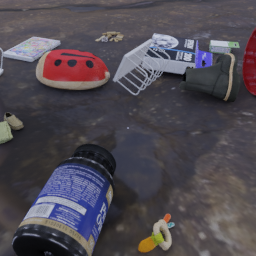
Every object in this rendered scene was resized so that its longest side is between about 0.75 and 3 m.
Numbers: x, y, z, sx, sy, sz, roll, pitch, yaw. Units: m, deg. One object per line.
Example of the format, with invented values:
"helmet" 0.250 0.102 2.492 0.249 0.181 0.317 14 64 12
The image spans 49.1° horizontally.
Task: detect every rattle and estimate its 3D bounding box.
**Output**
"rattle" 0.601 2.157 5.717 0.531 0.582 0.815 36 24 -5

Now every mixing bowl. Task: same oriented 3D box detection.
"mixing bowl" 5.259 -2.370 9.687 1.413 2.609 2.609 4 37 -6

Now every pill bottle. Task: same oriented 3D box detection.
"pill bottle" -1.060 1.467 5.587 1.370 1.370 2.450 9 38 11

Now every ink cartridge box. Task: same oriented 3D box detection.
"ink cartridge box" 2.241 -3.141 11.984 2.854 0.619 2.827 12 38 7
"ink cartridge box" 4.525 -3.802 13.224 1.278 0.379 0.664 7 38 9

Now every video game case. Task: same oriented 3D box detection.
"video game case" -4.541 -3.796 13.364 1.627 0.205 2.272 14 40 17

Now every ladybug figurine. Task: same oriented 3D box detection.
"ladybug figurine" -2.117 -2.299 10.698 2.988 1.075 2.028 7 38 9

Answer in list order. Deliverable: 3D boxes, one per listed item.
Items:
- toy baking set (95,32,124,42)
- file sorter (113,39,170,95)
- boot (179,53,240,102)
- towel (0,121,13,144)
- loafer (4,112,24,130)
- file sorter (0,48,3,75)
"toy baking set" -0.951 -4.775 14.654 1.500 0.174 1.151 -2 38 -2
"file sorter" 0.522 -2.106 9.851 1.056 1.177 1.697 41 49 8
"boot" 2.941 -2.137 10.330 1.937 1.085 2.800 11 36 5
"towel" -3.992 0.235 8.099 1.167 0.213 0.866 -19 45 -20
"loafer" -3.568 -0.214 8.642 0.879 0.296 0.334 25 44 28
"file sorter" -5.615 -2.364 10.485 1.255 1.126 1.809 19 36 -10
